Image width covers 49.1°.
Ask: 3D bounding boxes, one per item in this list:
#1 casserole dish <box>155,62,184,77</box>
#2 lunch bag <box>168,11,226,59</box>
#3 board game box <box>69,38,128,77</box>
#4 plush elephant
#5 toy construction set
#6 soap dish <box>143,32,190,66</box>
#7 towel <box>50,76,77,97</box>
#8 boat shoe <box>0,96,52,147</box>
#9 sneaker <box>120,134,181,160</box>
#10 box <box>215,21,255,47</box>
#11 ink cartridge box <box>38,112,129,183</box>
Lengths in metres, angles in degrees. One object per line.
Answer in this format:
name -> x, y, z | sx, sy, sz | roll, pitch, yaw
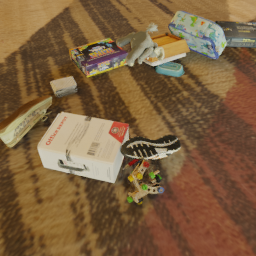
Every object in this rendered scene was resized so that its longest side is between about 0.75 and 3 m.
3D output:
casserole dish -> 1.895, -2.727, 12.736 | 1.367, 0.265, 0.828 | 15, 46, 14
lunch bag -> 3.279, -4.312, 13.190 | 2.560, 2.058, 1.055 | 34, 93, 28
board game box -> -1.369, -3.349, 13.113 | 2.192, 0.622, 1.812 | -24, 48, -22
plush elephant -> 0.514, -2.543, 8.969 | 1.440, 1.115, 1.186 | -38, 56, 8
toy construction set -> 0.242, 1.502, 7.974 | 1.039, 1.128, 1.352 | -33, 37, -13
soap dish -> 1.540, -3.755, 13.168 | 2.149, 0.873, 1.691 | -21, 37, -22
towel -> -2.636, -1.710, 11.590 | 0.986, 0.422, 0.816 | -19, 46, -16
boat shoe -> -3.586, -0.339, 10.037 | 0.918, 0.785, 2.505 | -1, 34, 38
sneaker -> 0.651, 0.711, 8.561 | 1.997, 0.799, 0.736 | -1, 59, -28
box -> 5.844, -4.971, 14.779 | 2.370, 0.605, 1.869 | 4, 45, 4
ink cartridge box -> -1.319, 0.557, 8.830 | 2.373, 0.983, 1.742 | 11, 45, 11
